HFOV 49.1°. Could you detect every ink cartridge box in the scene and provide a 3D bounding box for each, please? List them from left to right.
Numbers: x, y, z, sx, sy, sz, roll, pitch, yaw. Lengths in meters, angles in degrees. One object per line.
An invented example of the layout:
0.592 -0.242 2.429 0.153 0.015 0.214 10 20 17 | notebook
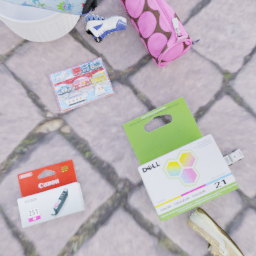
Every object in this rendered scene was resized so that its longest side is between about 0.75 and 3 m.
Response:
-2.164 1.757 7.688 1.681 0.366 1.459 -16 79 -4 | ink cartridge box
1.205 0.674 7.451 2.088 1.070 2.825 -25 78 3 | ink cartridge box

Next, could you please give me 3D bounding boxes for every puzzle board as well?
-1.414 -1.339 8.516 1.705 0.148 1.285 -20 78 -4 | puzzle board

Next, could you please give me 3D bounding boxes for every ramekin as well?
-2.717 -3.987 8.446 2.811 1.475 2.811 0 77 -1 | ramekin

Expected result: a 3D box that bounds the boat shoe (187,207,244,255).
2.318 2.957 7.301 0.629 0.701 1.895 -44 80 5 | boat shoe

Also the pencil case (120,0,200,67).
0.771 -3.385 8.345 1.356 1.399 2.987 -29 78 -5 | pencil case

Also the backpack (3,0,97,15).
-1.709 -3.599 5.554 2.321 1.705 2.124 -1 80 -17 | backpack

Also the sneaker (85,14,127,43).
-0.721 -3.039 8.752 1.355 0.547 0.782 7 81 8 | sneaker

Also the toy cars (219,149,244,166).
2.672 0.746 7.957 1.280 0.283 0.574 13 77 3 | toy cars
